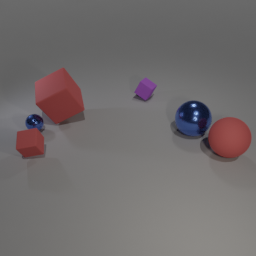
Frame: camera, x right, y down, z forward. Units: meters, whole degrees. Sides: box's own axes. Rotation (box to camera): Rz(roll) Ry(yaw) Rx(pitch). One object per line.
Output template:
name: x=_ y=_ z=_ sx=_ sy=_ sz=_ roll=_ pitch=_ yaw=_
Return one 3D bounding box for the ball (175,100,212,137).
ball: x=2.524 y=-0.368 z=10.846 sx=1.400 sy=1.400 sz=1.400 roll=0 pitch=33 yaw=0

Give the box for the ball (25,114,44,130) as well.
ball: x=-3.706 y=-0.207 z=11.100 sx=0.700 sy=0.700 sz=0.700 roll=0 pitch=33 yaw=0

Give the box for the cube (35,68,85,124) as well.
cube: x=-2.790 y=-1.301 z=11.442 sx=1.400 sy=1.400 sz=1.400 roll=-25 pitch=49 yaw=8

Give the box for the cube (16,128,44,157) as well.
cube: x=-3.350 y=0.514 z=9.631 sx=0.700 sy=0.700 sz=0.700 roll=-10 pitch=60 yaw=2

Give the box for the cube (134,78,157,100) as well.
cube: x=0.854 y=-1.887 z=13.501 sx=0.700 sy=0.700 sz=0.700 roll=36 pitch=36 yaw=6

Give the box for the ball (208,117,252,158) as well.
ball: x=3.487 y=0.323 z=9.632 sx=1.400 sy=1.400 sz=1.400 roll=0 pitch=33 yaw=0
